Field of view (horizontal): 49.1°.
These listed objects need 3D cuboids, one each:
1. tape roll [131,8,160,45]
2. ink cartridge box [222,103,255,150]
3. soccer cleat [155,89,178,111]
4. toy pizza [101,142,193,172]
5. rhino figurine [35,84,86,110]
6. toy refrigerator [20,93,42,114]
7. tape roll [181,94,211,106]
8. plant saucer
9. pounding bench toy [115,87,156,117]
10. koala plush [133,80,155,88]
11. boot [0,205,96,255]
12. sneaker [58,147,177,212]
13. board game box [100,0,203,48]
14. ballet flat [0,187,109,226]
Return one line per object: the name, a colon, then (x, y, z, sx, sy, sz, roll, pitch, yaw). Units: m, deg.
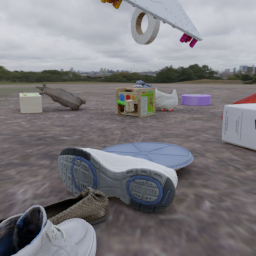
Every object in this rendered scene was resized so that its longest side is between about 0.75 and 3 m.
tape roll: (0.606, -3.774, 10.133, 0.271, 1.486, 1.486, -8, 13, -33)
ink cartridge box: (3.015, 0.007, 5.311, 1.404, 0.814, 1.939, -5, 12, -25)
soccer cleat: (0.879, -1.176, 11.416, 2.302, 0.893, 0.798, 3, 11, 16)
toy pizza: (0.245, 0.493, 4.334, 1.494, 0.237, 1.494, -1, 10, 0)
rhino figurine: (-2.787, -1.306, 11.427, 2.083, 0.623, 0.911, 23, 8, -4)
toy refrigerator: (-3.960, -1.073, 11.332, 0.778, 0.717, 2.049, -4, 12, -20)
tape roll: (3.331, -1.388, 13.735, 1.387, 0.455, 1.387, 1, 11, 0)
plant saucer: (4.296, -0.779, 8.238, 2.317, 0.426, 2.322, -23, 12, -13)
pounding bench toy: (0.046, -0.921, 9.845, 1.219, 0.970, 1.562, 8, 13, 35)
koala plush: (0.578, -1.486, 12.540, 1.227, 1.184, 1.335, 20, 15, 30)
boot: (-0.531, 0.779, 1.883, 0.443, 0.575, 1.203, 2, 11, 12)
sneaker: (-0.143, 0.567, 3.353, 1.544, 0.575, 0.672, 14, 10, 22)
board game box: (0.309, -2.473, 5.368, 2.027, 0.262, 2.027, 17, 39, -26)
ballet flat: (-0.765, 0.798, 2.494, 1.352, 0.313, 0.455, -7, 13, -33)
